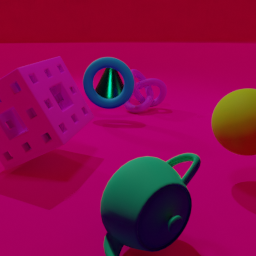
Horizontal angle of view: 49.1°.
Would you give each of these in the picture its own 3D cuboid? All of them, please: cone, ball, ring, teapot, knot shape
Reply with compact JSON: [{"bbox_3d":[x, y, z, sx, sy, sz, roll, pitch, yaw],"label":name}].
[{"bbox_3d":[-0.637,-1.838,10.457,1.512,1.517,1.512,2,18,-1],"label":"cone"},{"bbox_3d":[1.835,-0.089,4.341,1.033,1.033,1.033,0,18,0],"label":"ball"},{"bbox_3d":[-0.552,-1.256,7.934,1.466,1.466,0.293,1,17,4],"label":"ring"},{"bbox_3d":[0.216,0.881,2.954,1.617,1.005,0.792,-49,34,-14],"label":"teapot"},{"bbox_3d":[0.430,-1.089,9.063,1.494,1.398,0.690,36,-17,-8],"label":"knot shape"}]

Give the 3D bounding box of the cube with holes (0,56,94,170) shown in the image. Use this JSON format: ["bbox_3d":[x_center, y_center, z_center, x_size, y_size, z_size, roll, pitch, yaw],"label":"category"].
[{"bbox_3d":[-1.744,-0.314,5.208,1.368,1.368,1.368,-23,14,23],"label":"cube with holes"}]
